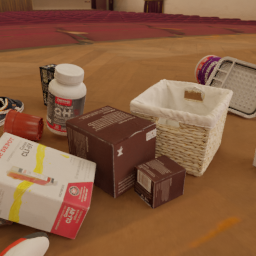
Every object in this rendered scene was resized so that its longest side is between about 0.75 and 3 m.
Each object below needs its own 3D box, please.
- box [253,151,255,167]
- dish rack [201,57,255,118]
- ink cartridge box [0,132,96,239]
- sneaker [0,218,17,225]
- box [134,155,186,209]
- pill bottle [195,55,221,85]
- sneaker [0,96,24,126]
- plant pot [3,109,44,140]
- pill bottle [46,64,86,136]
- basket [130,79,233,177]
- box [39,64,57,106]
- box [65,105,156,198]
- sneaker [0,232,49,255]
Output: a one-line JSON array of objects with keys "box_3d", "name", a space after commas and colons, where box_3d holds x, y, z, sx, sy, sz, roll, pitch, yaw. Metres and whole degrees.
[{"box_3d": [4.097, 0.657, 7.788, 0.593, 1.115, 0.849, -19, 32, -34], "name": "box"}, {"box_3d": [4.600, -1.664, 11.708, 2.535, 2.176, 0.552, 29, 1, 34], "name": "dish rack"}, {"box_3d": [-1.951, 1.178, 6.041, 2.257, 0.941, 1.638, 20, 25, -11], "name": "ink cartridge box"}, {"box_3d": [-2.744, 1.537, 6.648, 0.850, 0.800, 2.075, 13, 28, -16], "name": "sneaker"}, {"box_3d": [0.765, 1.287, 6.855, 0.974, 0.800, 0.808, -16, 30, -29], "name": "box"}, {"box_3d": [4.620, -2.466, 13.582, 1.649, 1.649, 2.933, -8, 27, -16], "name": "pill bottle"}, {"box_3d": [-4.912, -0.880, 11.220, 0.905, 0.917, 2.308, 1, 25, 4], "name": "sneaker"}, {"box_3d": [-3.459, -0.032, 9.430, 1.046, 1.075, 1.075, 7, 26, -3], "name": "plant pot"}, {"box_3d": [-1.999, -0.922, 9.123, 1.190, 2.149, 1.190, 10, 33, -7], "name": "pill bottle"}, {"box_3d": [1.581, -0.116, 8.385, 2.388, 1.938, 2.410, 14, 30, 26], "name": "basket"}, {"box_3d": [-2.945, -1.702, 11.903, 1.431, 1.748, 0.753, 19, 32, 34], "name": "box"}, {"box_3d": [-0.459, 0.521, 7.540, 1.582, 1.565, 1.906, -24, 35, -39], "name": "box"}, {"box_3d": [-1.929, 2.584, 4.365, 2.034, 0.679, 1.090, -26, 37, -36], "name": "sneaker"}]
